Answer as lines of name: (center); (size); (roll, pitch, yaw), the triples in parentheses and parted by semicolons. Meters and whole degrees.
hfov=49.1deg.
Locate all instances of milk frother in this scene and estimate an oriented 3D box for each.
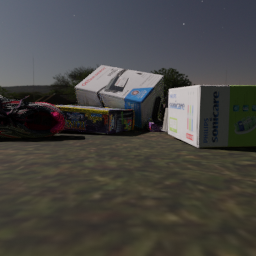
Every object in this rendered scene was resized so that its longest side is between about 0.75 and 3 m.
milk frother: (1.438, -0.493, 8.494); (1.127, 1.174, 1.248); (15, 9, 38)

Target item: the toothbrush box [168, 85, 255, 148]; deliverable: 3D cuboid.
toothbrush box: (2.582, -0.338, 6.360); (2.905, 1.250, 2.115); (0, 6, -8)

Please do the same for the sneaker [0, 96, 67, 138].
sneaker: (-2.986, -0.310, 6.944); (2.893, 1.166, 1.080); (-1, 6, -20)

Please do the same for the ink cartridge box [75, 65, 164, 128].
ink cartridge box: (-0.299, -1.355, 11.172); (2.928, 1.233, 2.117); (15, 42, 24)

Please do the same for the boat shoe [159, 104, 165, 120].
boat shoe: (1.918, -0.653, 13.392); (1.003, 1.020, 2.737); (2, -5, 10)

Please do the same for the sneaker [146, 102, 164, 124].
sneaker: (0.134, -0.765, 12.512); (1.613, 1.058, 2.803); (11, -14, -43)

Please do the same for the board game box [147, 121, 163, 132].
board game box: (1.864, -0.078, 9.673); (2.327, 0.376, 1.397); (0, 0, -1)

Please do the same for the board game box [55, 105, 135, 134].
board game box: (-1.375, -0.330, 9.238); (2.653, 0.752, 2.193); (6, 7, 21)
